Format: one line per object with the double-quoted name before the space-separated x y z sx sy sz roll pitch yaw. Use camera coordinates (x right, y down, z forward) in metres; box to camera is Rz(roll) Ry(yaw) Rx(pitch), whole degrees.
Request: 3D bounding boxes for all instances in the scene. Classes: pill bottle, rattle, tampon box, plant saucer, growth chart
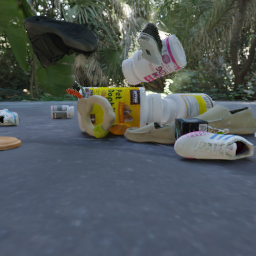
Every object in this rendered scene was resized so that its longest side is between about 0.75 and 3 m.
"pill bottle" 1.174 -3.044 12.987 2.697 1.529 1.529 -18 -3 29
"rattle" -0.945 -0.684 9.364 1.475 1.344 2.065 -19 51 -38
"pill bottle" -0.287 -0.690 10.334 2.968 1.621 1.621 -1 7 -3
"tampon box" 1.572 0.158 7.083 0.632 0.750 1.001 0 7 0
"pill bottle" 2.309 -0.734 11.665 2.568 1.403 1.403 -5 9 -36
"plant saucer" -3.518 0.398 7.460 1.246 0.201 1.246 0 6 0
"pill bottle" -3.720 -0.918 15.908 1.248 0.723 0.723 -1 7 -15
"growth chart" 1.912 0.058 8.410 2.006 0.178 1.451 8 -9 15

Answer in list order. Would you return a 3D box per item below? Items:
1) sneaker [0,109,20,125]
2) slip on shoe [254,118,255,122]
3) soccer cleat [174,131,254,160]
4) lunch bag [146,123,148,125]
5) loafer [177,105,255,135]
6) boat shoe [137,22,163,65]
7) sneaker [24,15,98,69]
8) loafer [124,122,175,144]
"sneaker" -5.657 -0.460 12.604 1.841 0.690 0.798 6 15 43
"slip on shoe" 5.036 -0.275 11.959 1.362 0.413 0.518 4 8 31
"soccer cleat" 1.861 0.386 5.982 1.669 0.583 0.721 -1 7 -8
"lunch bag" 1.195 -0.615 13.125 2.224 0.911 1.959 -3 12 -21
"loafer" 2.998 -0.302 9.768 2.937 1.003 1.111 -1 7 -7
"boat shoe" 0.965 -3.097 10.565 0.888 0.800 2.512 25 -2 10
"sneaker" -2.135 -2.643 9.241 2.729 1.563 1.043 19 45 19
"loafer" 0.694 0.104 8.210 1.713 0.585 0.648 3 8 25
